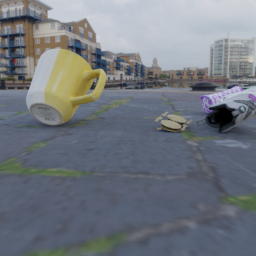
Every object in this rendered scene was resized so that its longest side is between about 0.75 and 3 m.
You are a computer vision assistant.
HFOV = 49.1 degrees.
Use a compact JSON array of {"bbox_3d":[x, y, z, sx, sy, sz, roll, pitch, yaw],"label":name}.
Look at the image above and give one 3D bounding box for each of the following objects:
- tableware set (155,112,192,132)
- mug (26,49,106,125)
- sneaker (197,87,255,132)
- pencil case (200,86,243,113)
[{"bbox_3d":[1.385,-0.116,8.622,0.922,0.280,1.395,20,21,17],"label":"tableware set"},{"bbox_3d":[-2.217,-1.303,9.176,1.991,2.041,2.486,33,-40,-24],"label":"mug"},{"bbox_3d":[2.752,-0.400,8.354,1.776,0.987,2.539,-24,-6,-13],"label":"sneaker"},{"bbox_3d":[4.263,-1.294,12.647,2.064,0.866,0.882,-14,54,-20],"label":"pencil case"}]
